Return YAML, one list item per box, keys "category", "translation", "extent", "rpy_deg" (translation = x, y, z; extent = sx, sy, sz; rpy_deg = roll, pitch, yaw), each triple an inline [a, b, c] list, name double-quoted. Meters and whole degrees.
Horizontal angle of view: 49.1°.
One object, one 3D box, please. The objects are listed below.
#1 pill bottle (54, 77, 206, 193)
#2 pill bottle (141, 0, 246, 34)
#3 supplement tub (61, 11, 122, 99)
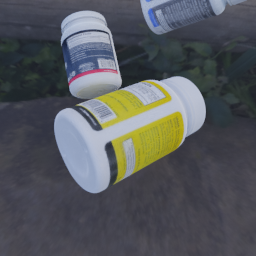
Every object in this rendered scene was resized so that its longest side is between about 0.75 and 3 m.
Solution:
- category: "pill bottle"
  translation: [0.136, -0.027, 5.344]
  extent: [2.674, 1.528, 1.528]
  rpy_deg: [-24, 68, -31]
- category: "pill bottle"
  translation: [1.391, -2.856, 5.978]
  extent: [2.024, 1.151, 1.151]
  rpy_deg: [-9, 63, 30]
- category: "supplement tub"
  translation: [-0.777, -1.456, 5.761]
  extent: [1.065, 1.065, 1.518]
  rpy_deg: [-11, 80, -5]
